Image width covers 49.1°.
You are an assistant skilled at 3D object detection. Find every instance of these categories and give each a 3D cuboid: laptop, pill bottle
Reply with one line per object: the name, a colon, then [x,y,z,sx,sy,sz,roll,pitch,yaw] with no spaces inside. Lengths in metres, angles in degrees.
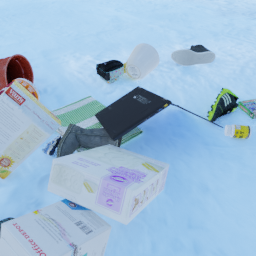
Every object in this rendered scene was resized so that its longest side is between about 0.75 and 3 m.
laptop: [0.804,-0.245,8.945,2.934,1.701,2.747,-33,23,-5]
pill bottle: [-4.084,-0.737,9.650,1.170,1.170,2.070,12,43,16]
pill bottle: [3.602,0.109,9.199,0.761,0.435,0.435,5,37,7]

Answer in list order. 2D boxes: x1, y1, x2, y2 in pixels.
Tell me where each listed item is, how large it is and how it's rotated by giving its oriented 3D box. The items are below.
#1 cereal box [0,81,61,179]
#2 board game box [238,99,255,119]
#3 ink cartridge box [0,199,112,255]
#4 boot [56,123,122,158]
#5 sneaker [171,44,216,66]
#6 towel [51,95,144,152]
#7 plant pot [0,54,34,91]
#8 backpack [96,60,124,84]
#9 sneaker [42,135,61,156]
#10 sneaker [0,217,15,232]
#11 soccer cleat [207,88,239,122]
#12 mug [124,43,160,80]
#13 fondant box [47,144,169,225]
cereal box: [-3.118,0.097,7.385,2.243,1.613,0.443,-42,23,4]
board game box: [5.056,-0.791,10.607,1.444,0.210,0.972,-10,37,-13]
ink cartridge box: [-1.370,2.263,5.218,1.188,1.182,1.619,28,22,32]
boot: [-1.108,0.512,8.323,1.709,0.620,1.554,12,56,6]
sneaker: [3.120,-3.722,14.157,2.315,0.818,1.148,-3,34,-14]
towel: [-1.294,-0.149,9.620,2.252,0.345,2.953,-27,44,-32]
plant pot: [-5.022,-2.074,11.273,1.679,1.726,1.726,3,36,17]
backpack: [-0.733,-2.537,12.424,1.119,0.858,0.984,-34,49,-22]
sneaker: [-2.359,0.496,8.761,0.335,0.329,0.869,13,37,11]
sneaker: [-2.844,2.302,6.308,1.241,0.468,0.492,1,21,-7]
soccer cleat: [3.539,-0.795,10.264,0.846,0.705,2.088,33,47,11]
mug: [0.471,-2.801,12.746,1.359,1.697,1.393,38,52,-4]
fondant box: [-0.288,1.130,6.597,1.879,0.758,2.604,16,11,21]
